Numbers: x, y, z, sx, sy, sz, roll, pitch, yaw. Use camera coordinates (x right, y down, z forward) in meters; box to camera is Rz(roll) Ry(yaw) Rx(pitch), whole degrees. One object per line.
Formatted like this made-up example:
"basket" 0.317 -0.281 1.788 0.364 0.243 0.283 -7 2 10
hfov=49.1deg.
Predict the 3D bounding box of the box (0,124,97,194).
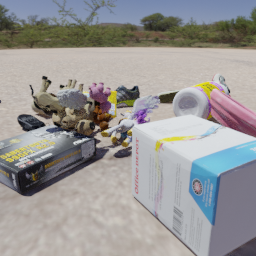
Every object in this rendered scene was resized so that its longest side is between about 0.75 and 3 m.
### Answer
"box" -2.390 0.667 7.544 1.967 0.600 2.484 15 25 35

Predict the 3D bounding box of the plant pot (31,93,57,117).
"plant pot" -3.506 -0.949 11.677 0.895 0.978 0.978 0 17 36

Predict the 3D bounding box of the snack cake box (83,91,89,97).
"snack cake box" -2.133 -1.281 12.948 0.919 0.537 1.597 2 20 2

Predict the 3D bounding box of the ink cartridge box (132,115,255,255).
"ink cartridge box" 1.326 0.903 5.356 1.656 1.663 2.267 -12 24 -29

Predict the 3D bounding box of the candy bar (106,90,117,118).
"candy bar" -0.537 -0.844 9.267 0.371 0.165 1.487 13 41 -14

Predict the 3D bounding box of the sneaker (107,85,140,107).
"sneaker" -0.483 -1.488 12.913 2.336 0.945 0.863 -10 22 -24

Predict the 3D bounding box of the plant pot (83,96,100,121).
"plant pot" -1.440 -0.750 10.897 1.012 1.166 1.166 -9 16 23

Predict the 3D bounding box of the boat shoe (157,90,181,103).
"boat shoe" 2.296 -1.599 13.641 1.767 0.660 0.604 -1 26 -1

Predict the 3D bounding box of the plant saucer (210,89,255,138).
"plant saucer" 3.453 -0.088 7.959 2.818 0.714 2.818 29 17 -10

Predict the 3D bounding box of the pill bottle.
"pill bottle" 3.026 -1.079 11.118 1.421 1.421 2.725 15 25 36

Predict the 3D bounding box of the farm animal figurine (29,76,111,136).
"farm animal figurine" -1.648 -0.436 8.759 2.334 1.453 2.890 13 -12 5

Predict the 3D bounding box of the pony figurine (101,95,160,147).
"pony figurine" 0.243 -0.148 8.987 1.762 1.520 1.825 -2 30 27

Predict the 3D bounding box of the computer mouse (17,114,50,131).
"computer mouse" -3.421 -0.063 9.981 1.449 0.382 1.003 28 31 31

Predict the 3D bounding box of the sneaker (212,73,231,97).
"sneaker" 4.501 -1.827 13.837 1.075 1.161 2.879 21 33 12
